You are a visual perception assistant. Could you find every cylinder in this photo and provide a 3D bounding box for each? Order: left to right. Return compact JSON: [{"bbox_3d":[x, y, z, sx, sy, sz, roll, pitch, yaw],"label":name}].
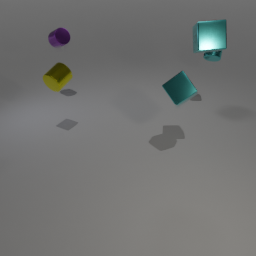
[{"bbox_3d":[-2.293,-1.660,9.153,0.700,0.700,0.700,17,54,28],"label":"cylinder"},{"bbox_3d":[-2.852,-3.737,11.619,0.700,0.700,0.700,-22,17,-34],"label":"cylinder"},{"bbox_3d":[3.509,-3.178,11.493,0.700,0.700,0.700,12,-3,1],"label":"cylinder"}]

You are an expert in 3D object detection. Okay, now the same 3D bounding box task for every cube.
[{"bbox_3d":[1.466,-1.077,7.876,0.700,0.700,0.700,-35,-7,12],"label":"cube"},{"bbox_3d":[2.067,-2.318,7.150,0.700,0.700,0.700,-4,11,3],"label":"cube"}]
